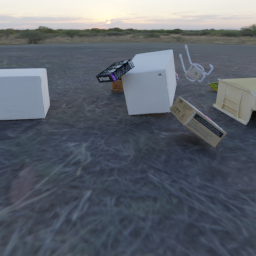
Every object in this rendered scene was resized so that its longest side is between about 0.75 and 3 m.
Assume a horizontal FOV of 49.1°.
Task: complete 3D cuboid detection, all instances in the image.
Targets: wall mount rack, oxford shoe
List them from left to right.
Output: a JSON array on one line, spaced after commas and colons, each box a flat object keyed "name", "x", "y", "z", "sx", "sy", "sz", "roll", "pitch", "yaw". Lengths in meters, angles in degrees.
[{"name": "oxford shoe", "x": 0.393, "y": -2.313, "z": 14.456, "sx": 2.525, "sy": 0.900, "sz": 0.901, "roll": -5, "pitch": 20, "yaw": -17}, {"name": "wall mount rack", "x": 2.135, "y": -2.069, "z": 9.228, "sx": 1.169, "sy": 0.502, "sz": 1.345, "roll": 37, "pitch": -8, "yaw": 2}]

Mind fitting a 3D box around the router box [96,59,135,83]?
[{"name": "router box", "x": -0.480, "y": -1.999, "z": 9.928, "sx": 0.957, "sy": 0.328, "sz": 1.283, "roll": -40, "pitch": 23, "yaw": -19}]

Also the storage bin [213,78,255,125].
[{"name": "storage bin", "x": 5.191, "y": -1.125, "z": 10.843, "sx": 2.652, "sy": 1.243, "sz": 2.633, "roll": -4, "pitch": 22, "yaw": -11}]

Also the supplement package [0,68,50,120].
[{"name": "supplement package", "x": -4.541, "y": -1.308, "z": 10.677, "sx": 2.759, "sy": 1.652, "sz": 1.673, "roll": -3, "pitch": 21, "yaw": -7}]

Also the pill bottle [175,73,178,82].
[{"name": "pill bottle", "x": 2.272, "y": -2.729, "z": 15.740, "sx": 0.728, "sy": 0.728, "sz": 1.217, "roll": 12, "pitch": 25, "yaw": 28}]

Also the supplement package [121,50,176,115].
[{"name": "supplement package", "x": 0.959, "y": -1.933, "z": 11.435, "sx": 1.697, "sy": 1.718, "sz": 2.834, "roll": -3, "pitch": 27, "yaw": 16}]

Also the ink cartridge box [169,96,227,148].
[{"name": "ink cartridge box", "x": 2.012, "y": -0.219, "z": 8.265, "sx": 1.238, "sy": 0.564, "sz": 1.502, "roll": 32, "pitch": 13, "yaw": -19}]

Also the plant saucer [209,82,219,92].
[{"name": "plant saucer", "x": 5.261, "y": -2.052, "z": 14.438, "sx": 1.601, "sy": 0.384, "sz": 1.604, "roll": -10, "pitch": 24, "yaw": -25}]
